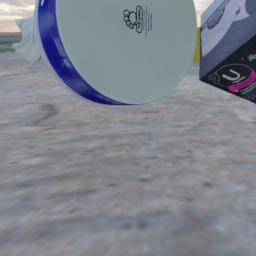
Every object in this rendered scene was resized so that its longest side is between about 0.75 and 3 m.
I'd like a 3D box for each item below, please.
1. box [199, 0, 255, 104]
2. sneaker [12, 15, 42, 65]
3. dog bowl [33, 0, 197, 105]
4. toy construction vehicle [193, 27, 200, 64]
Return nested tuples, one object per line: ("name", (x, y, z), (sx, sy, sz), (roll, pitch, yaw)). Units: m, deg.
("box", (2.743, -2.038, 4.941), (1.648, 1.898, 2.873), (18, -28, -20))
("sneaker", (-2.729, -3.081, 8.366), (1.104, 2.221, 0.865), (28, 4, -26))
("dog bowl", (-0.119, -1.660, 4.615), (2.591, 2.591, 1.020), (-13, 12, -31))
("toy construction vehicle", (2.086, -2.969, 7.247), (2.907, 2.531, 1.024), (-4, 26, 6))
